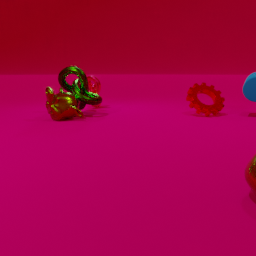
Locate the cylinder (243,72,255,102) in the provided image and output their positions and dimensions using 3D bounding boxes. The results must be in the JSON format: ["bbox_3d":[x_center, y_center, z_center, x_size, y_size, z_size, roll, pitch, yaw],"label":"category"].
[{"bbox_3d":[3.975,-1.271,8.596,0.788,0.788,0.788,6,23,26],"label":"cylinder"}]

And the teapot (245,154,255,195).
[{"bbox_3d":[1.781,0.445,3.037,0.895,0.705,1.440,16,17,25],"label":"teapot"}]

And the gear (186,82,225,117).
[{"bbox_3d":[2.487,-0.928,8.996,1.208,1.208,0.223,-3,-32,-13],"label":"gear"}]

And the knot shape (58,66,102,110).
[{"bbox_3d":[-1.469,-1.153,9.014,0.738,1.598,1.495,-42,56,-15],"label":"knot shape"}]

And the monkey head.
[{"bbox_3d":[-1.918,-0.788,8.160,0.916,1.094,1.521,-24,50,-23],"label":"monkey head"}]

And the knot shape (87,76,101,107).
[{"bbox_3d":[-1.312,-1.479,10.742,0.552,1.118,1.195,-2,39,-6],"label":"knot shape"}]
